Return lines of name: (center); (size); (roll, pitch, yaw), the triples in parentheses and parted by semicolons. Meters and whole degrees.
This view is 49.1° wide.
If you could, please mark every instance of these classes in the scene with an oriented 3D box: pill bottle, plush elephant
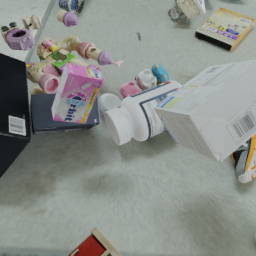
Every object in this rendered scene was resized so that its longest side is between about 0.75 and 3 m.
pill bottle: (0.526, -0.385, 7.868); (2.202, 1.317, 1.317); (-22, 56, -16)
plush elephant: (2.152, -4.957, 11.485); (1.050, 0.987, 1.275); (-30, 65, 14)

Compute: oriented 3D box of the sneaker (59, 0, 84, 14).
sneaker: (-2.398, -6.104, 12.510); (1.067, 0.965, 2.505); (8, 52, 11)

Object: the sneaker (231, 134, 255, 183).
sneaker: (3.105, 0.323, 7.663); (0.993, 1.006, 2.570); (1, 50, 27)

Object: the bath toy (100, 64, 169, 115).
bath toy: (0.176, -1.015, 8.654); (2.404, 0.889, 1.045); (-32, 89, -18)

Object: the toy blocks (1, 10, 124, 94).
toy blocks: (-1.718, -1.890, 8.197); (2.189, 2.601, 2.430); (32, 59, 29)

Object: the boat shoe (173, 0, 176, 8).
boat shoe: (2.592, -5.304, 12.197); (1.269, 0.417, 0.457); (24, 56, 17)

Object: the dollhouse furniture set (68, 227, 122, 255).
dollhouse furniture set: (-1.637, 2.717, 5.055); (2.833, 1.996, 1.985); (-38, 61, -24)

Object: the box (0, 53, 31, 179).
box: (-3.510, -0.327, 7.295); (1.116, 1.997, 2.829); (15, 42, -38)

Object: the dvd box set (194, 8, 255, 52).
dvd box set: (3.907, -4.022, 11.278); (1.596, 0.321, 2.181); (31, 59, 22)

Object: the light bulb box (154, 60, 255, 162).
light bulb box: (1.480, -0.351, 4.846); (1.491, 0.939, 1.504); (-36, 15, -7)

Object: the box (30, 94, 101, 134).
box: (-1.710, -0.369, 7.427); (1.631, 1.485, 0.849); (-5, 86, -21)

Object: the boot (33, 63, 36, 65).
boot: (-3.413, -1.956, 9.711); (0.679, 0.324, 0.878); (-8, 41, -7)

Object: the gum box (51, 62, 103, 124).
gum box: (-1.114, -0.671, 5.960); (0.730, 1.286, 0.425); (8, 39, -28)

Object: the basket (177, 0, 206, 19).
basket: (1.823, -3.711, 8.161); (0.554, 0.898, 0.608); (-14, 70, 31)
